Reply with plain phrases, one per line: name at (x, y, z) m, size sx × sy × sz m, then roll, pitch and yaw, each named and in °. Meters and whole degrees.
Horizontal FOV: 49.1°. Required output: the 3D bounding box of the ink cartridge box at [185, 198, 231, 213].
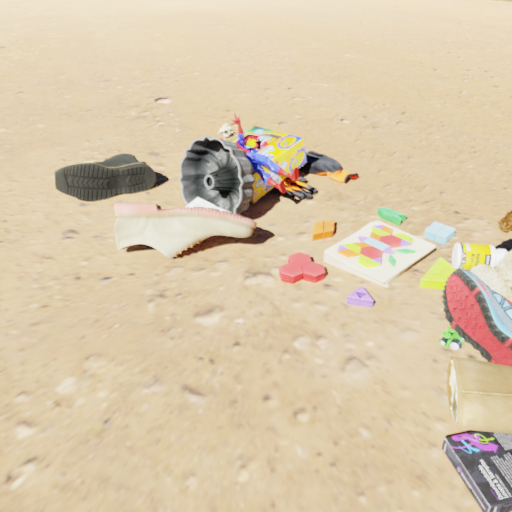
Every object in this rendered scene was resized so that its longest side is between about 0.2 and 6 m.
ink cartridge box at (-1.263, -0.735, 12.238) m, size 1.019 × 0.259 × 1.156 m, roll 27°, pitch 51°, yaw 27°

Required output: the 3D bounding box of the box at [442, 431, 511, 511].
box at (3.312, 2.667, 7.173) m, size 1.484 × 0.268 × 1.061 m, roll -6°, pitch 32°, yaw -12°

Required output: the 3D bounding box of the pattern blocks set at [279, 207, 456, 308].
pattern blocks set at (2.461, -0.102, 11.403) m, size 3.158 × 0.291 × 3.593 m, roll 18°, pitch 37°, yaw 25°

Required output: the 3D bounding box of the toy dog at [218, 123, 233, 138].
toy dog at (-0.932, -3.780, 17.044) m, size 0.445 × 0.320 × 0.458 m, roll -16°, pitch 37°, yaw -10°

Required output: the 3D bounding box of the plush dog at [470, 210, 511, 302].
plush dog at (5.051, 0.134, 9.440) m, size 1.888 × 2.022 × 2.354 m, roll -26°, pitch 41°, yaw -34°

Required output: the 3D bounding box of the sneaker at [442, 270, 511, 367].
sneaker at (3.892, 1.141, 8.922) m, size 1.069 × 0.888 × 2.239 m, roll -6°, pitch 52°, yaw -34°

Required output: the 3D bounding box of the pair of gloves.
pair of gloves at (1.139, -2.189, 14.590) m, size 2.512 × 0.311 × 2.238 m, roll -26°, pitch 41°, yaw -34°

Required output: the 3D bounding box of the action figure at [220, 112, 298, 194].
action figure at (-0.127, -2.400, 12.769) m, size 2.286 × 1.131 × 0.746 m, roll 31°, pitch 63°, yaw 32°

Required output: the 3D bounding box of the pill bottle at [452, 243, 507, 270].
pill bottle at (4.378, 0.031, 10.985) m, size 0.947 × 0.527 × 0.527 m, roll 3°, pitch 33°, yaw 7°

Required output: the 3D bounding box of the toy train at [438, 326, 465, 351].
toy train at (3.505, 1.198, 9.452) m, size 0.367 × 0.271 × 1.300 m, roll 34°, pitch 45°, yaw 26°

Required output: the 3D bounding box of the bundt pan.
bundt pan at (-0.796, -1.671, 12.459) m, size 1.995 × 1.995 × 0.749 m, roll 26°, pitch 27°, yaw 34°

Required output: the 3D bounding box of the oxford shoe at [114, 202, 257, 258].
oxford shoe at (-1.446, -0.481, 11.415) m, size 2.911 × 1.075 × 1.030 m, roll 4°, pitch 1°, yaw 7°

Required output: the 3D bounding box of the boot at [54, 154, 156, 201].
boot at (-3.918, -2.083, 14.061) m, size 2.385 × 0.924 × 1.650 m, roll -3°, pitch 26°, yaw -29°

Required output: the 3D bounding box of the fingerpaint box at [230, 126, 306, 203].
fingerpaint box at (-0.067, -2.362, 14.016) m, size 1.744 × 0.767 × 2.090 m, roll 24°, pitch 51°, yaw 37°

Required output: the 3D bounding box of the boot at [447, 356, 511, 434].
boot at (3.680, 2.254, 7.228) m, size 2.189 × 0.724 × 1.917 m, roll 7°, pitch 38°, yaw 6°
